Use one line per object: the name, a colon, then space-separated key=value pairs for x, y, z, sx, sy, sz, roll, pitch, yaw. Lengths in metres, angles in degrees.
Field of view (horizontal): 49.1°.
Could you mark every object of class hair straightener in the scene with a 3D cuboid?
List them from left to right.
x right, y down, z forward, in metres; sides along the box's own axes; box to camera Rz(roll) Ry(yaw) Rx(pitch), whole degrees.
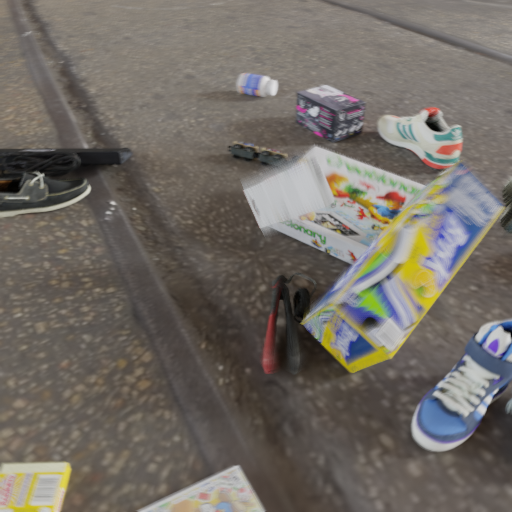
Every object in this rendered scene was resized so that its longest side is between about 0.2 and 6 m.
hair straightener: x=0.680 y=1.070 z=9.633 sx=0.941 sy=0.501 sz=2.446 roll=3 pitch=33 yaw=4

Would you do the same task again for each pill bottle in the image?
pill bottle: x=0.042 y=-5.482 z=18.036 sx=1.160 sy=0.650 sz=0.650 roll=15 pitch=40 yaw=19

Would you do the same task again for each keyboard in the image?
keyboard: x=-5.467 y=-2.213 z=13.929 sx=4.447 sy=0.881 sz=2.314 roll=-1 pitch=14 yaw=0

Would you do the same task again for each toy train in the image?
toy train: x=0.406 y=-2.533 z=14.349 sx=2.470 sy=0.421 sz=0.566 roll=18 pitch=37 yaw=21

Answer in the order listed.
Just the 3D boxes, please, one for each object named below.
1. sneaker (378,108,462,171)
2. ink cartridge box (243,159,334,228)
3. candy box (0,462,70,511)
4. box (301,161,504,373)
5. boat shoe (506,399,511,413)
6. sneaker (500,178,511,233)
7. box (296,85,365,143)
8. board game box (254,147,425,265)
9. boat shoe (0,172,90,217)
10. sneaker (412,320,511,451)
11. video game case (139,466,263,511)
sneaker: x=4.326 y=-3.392 z=14.711 sx=1.004 sy=1.334 sz=2.853 roll=-17 pitch=41 yaw=-21
ink cartridge box: x=0.583 y=-1.126 z=10.346 sx=1.560 sy=0.850 sz=0.393 roll=-17 pitch=10 yaw=39
candy box: x=-2.899 y=3.318 z=6.793 sx=0.871 sy=0.225 sz=1.704 roll=-3 pitch=37 yaw=1
box: x=2.458 y=0.132 z=9.189 sx=1.197 sy=1.305 sz=3.725 roll=45 pitch=63 yaw=3
boat shoe: x=3.800 y=2.318 z=7.880 sx=0.469 sy=0.539 sz=1.462 roll=9 pitch=45 yaw=4
sneaker: x=5.000 y=-1.103 z=10.330 sx=0.783 sy=1.740 sz=0.682 roll=-44 pitch=61 yaw=-14
box: x=2.088 y=-4.086 z=15.908 sx=1.140 sy=0.989 sz=1.725 roll=-23 pitch=43 yaw=-27
board game box: x=2.122 y=-0.917 z=11.651 sx=3.697 sy=0.640 sz=2.334 roll=26 pitch=54 yaw=27
boat shoe: x=-5.008 y=-1.477 z=12.655 sx=2.412 sy=0.816 sz=0.866 roll=-10 pitch=37 yaw=-16
sneaker: x=3.045 y=1.667 z=7.902 sx=2.061 sy=1.509 sz=0.830 roll=-26 pitch=45 yaw=-30
video game case: x=-0.592 y=3.399 z=6.734 sx=1.498 sy=0.171 sz=1.363 roll=-18 pitch=41 yaw=-22
